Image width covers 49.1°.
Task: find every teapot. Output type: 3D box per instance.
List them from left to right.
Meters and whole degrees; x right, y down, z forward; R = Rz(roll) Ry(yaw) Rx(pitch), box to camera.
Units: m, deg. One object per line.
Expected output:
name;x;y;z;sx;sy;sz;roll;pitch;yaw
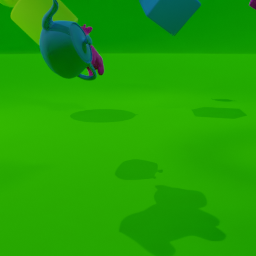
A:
teapot;-0.928;-1.304;4.399;0.716;1.463;0.910;-16;43;18

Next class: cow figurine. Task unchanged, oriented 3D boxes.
cow figurine;-1.232;-2.366;8.570;0.741;1.329;1.350;-13;-22;22

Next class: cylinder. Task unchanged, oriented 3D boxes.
cylinder;-2.392;-3.154;8.110;1.354;1.354;1.354;-42;17;16

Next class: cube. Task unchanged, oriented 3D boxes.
cube;1.227;-3.765;8.420;1.177;1.177;1.177;24;35;-32

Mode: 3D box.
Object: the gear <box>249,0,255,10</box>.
gear;2.588;-2.485;4.731;2.075;0.384;2.075;9;53;-12

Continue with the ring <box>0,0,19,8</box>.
ring;-2.838;-4.008;7.923;1.877;0.375;1.877;-23;4;2
